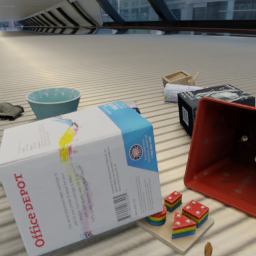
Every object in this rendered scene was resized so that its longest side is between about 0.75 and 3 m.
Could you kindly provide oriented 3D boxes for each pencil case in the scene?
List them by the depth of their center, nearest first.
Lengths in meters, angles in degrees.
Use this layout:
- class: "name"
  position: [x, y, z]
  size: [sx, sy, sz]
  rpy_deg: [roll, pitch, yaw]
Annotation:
- class: "pencil case"
  position: [2.908, -1.677, 13.952]
  size: [2.210, 0.919, 1.003]
  rpy_deg: [10, 10, 23]

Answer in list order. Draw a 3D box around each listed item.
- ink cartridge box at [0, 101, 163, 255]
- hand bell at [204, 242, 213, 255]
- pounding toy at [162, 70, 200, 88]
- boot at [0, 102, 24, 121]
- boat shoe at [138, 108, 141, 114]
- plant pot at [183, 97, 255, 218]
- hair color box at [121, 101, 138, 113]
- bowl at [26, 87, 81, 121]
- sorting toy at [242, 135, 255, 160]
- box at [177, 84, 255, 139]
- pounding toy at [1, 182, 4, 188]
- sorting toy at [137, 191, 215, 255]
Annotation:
- class: "ink cartridge box"
  position: [-1.030, 0.895, 6.126]
  size: [2.846, 2.088, 2.078]
  rpy_deg: [-15, 23, -15]
- class: "hand bell"
  position: [1.510, 2.471, 5.315]
  size: [0.514, 0.514, 0.987]
  rpy_deg: [7, 12, 16]
- class: "pounding toy"
  position: [3.097, -2.372, 15.206]
  size: [1.839, 0.958, 2.094]
  rpy_deg: [-19, 27, -4]
- class: "boot"
  position: [-5.436, -0.715, 12.394]
  size: [1.446, 0.490, 0.945]
  rpy_deg: [7, 30, 18]
- class: "boat shoe"
  position: [-0.508, 0.045, 10.120]
  size: [3.008, 1.111, 1.113]
  rpy_deg: [-27, 48, -35]
- class: "plant pot"
  position: [3.239, 0.567, 7.331]
  size: [2.462, 2.460, 2.170]
  rpy_deg: [20, 20, 37]
- class: "hair color box"
  position: [0.012, 0.039, 9.052]
  size: [0.511, 1.689, 0.845]
  rpy_deg: [-5, 21, -10]
- class: "bowl"
  position: [-3.048, -0.865, 11.816]
  size: [2.229, 1.166, 2.229]
  rpy_deg: [-1, 23, 0]
- class: "sorting toy"
  position: [4.047, 0.437, 9.861]
  size: [1.903, 0.342, 2.555]
  rpy_deg: [5, 24, 12]
- class: "box"
  position: [3.209, -0.624, 10.535]
  size: [2.194, 1.383, 2.232]
  rpy_deg: [-9, 21, -2]
- class: "pounding toy"
  position: [-2.311, 0.700, 8.091]
  size: [2.150, 1.293, 2.786]
  rpy_deg: [17, 29, 33]
- class: "sorting toy"
  position: [1.071, 1.970, 6.255]
  size: [1.279, 0.445, 1.271]
  rpy_deg: [21, 31, 40]
